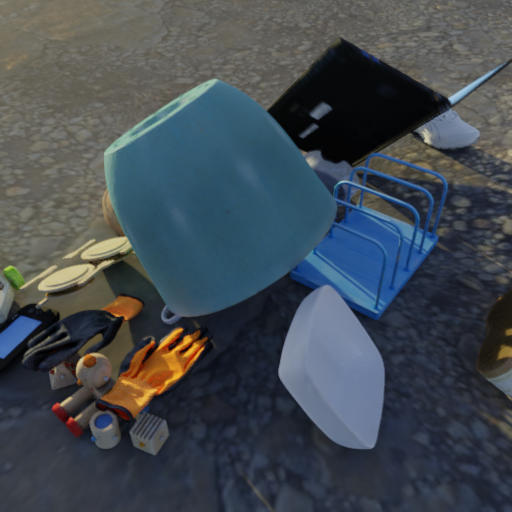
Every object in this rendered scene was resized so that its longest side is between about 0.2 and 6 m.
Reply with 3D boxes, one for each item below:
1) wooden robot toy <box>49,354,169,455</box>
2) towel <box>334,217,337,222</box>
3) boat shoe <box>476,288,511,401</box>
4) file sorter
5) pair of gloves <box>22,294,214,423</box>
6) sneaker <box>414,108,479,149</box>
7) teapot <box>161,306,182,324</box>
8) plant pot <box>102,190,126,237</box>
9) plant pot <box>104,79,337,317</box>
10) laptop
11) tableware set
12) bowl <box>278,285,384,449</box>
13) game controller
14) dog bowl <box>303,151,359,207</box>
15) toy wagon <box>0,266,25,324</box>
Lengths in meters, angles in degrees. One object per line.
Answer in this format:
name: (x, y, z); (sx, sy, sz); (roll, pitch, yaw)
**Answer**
wooden robot toy: (-2.280, 1.900, 7.865); (2.312, 1.049, 1.018); (30, 49, 30)
towel: (0.762, -1.562, 11.112); (0.265, 2.221, 1.608); (-44, 52, -5)
boat shoe: (4.227, 1.260, 8.854); (0.829, 0.921, 2.552); (48, 46, -3)
file sorter: (2.090, -0.506, 10.210); (1.802, 1.593, 2.596); (26, 48, 27)
pair of gloves: (-2.059, 1.366, 8.551); (2.561, 0.317, 2.282); (16, 32, 27)
sneaker: (4.405, -3.463, 13.960); (0.939, 1.097, 2.520); (-31, 51, -34)
teapot: (-1.099, 0.480, 9.643); (1.192, 1.176, 0.870); (-11, 2, -42)
plant pot: (-1.940, -1.484, 11.641); (2.566, 1.184, 2.566); (0, 40, 0)
plant pot: (-0.804, -1.134, 9.039); (3.347, 2.686, 3.347); (-29, 21, 12)
laptop: (2.540, -3.367, 11.681); (3.917, 3.472, 2.023); (21, 69, -20)
tableware set: (-2.952, 0.258, 9.995); (1.441, 0.437, 2.180); (-5, 23, 25)
bowl: (1.027, 1.569, 7.885); (0.700, 1.872, 1.874); (-23, 25, 32)
game controller: (-3.917, 1.343, 9.051); (0.810, 0.327, 1.553); (18, 44, 19)
dog bowl: (1.398, -1.510, 11.374); (1.332, 1.332, 0.391); (21, 62, 22)
toy wagon: (-5.494, 0.586, 9.763); (2.726, 0.539, 2.115); (29, 49, 30)
